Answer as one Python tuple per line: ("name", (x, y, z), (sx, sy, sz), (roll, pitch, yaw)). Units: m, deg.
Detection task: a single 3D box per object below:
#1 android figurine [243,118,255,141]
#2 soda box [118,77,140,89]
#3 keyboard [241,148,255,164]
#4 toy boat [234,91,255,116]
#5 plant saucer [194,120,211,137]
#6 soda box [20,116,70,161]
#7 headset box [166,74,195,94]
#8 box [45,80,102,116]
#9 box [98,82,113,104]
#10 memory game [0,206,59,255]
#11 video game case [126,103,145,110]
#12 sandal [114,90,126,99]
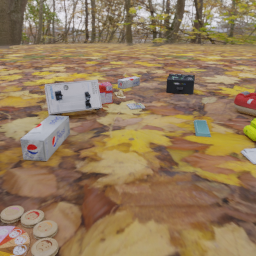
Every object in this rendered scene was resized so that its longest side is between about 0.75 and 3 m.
("android figurine", (5.195, 0.171, 9.632), (2.117, 0.478, 2.326), (0, 19, -1))
("soda box", (0.064, -2.785, 17.145), (1.502, 0.513, 0.476), (-19, 28, -41))
("keyboard", (5.024, 0.824, 8.498), (2.954, 0.157, 0.831), (-2, 27, -5))
("toy boat", (5.926, -1.369, 11.944), (1.651, 1.654, 2.530), (-18, 27, -38))
("plant saucer", (2.798, -0.017, 10.605), (0.527, 0.143, 1.508), (4, 21, 8))
("soda box", (-2.598, 0.261, 9.093), (0.753, 0.700, 2.207), (3, 22, 8))
("headset box", (3.033, -2.538, 16.079), (1.539, 0.820, 1.768), (5, 22, 11))
("box", (-2.318, -1.294, 11.913), (2.219, 1.294, 0.667), (-8, -2, -19))
("box", (-1.743, -1.692, 13.762), (1.882, 0.938, 0.898), (-6, 22, -14))
("memory game", (-2.427, 2.154, 5.022), (2.379, 0.152, 2.379), (0, 21, 0))
("video game case", (0.362, -1.035, 13.265), (0.695, 0.084, 0.763), (-6, 21, -15))
("sandal", (-0.464, -1.880, 15.042), (0.399, 0.358, 1.088), (-10, 23, -23))
